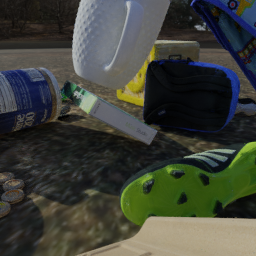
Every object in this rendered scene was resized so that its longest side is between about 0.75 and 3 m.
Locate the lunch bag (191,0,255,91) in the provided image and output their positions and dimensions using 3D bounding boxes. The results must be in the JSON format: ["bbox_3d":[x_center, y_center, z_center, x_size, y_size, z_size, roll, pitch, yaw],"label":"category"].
[{"bbox_3d":[2.524,-2.320,5.045,2.936,2.211,1.381,35,-13,-21],"label":"lunch bag"}]

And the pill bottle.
[{"bbox_3d":[-3.204,-0.619,6.965,1.538,1.538,2.771,18,26,41],"label":"pill bottle"}]

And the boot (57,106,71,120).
[{"bbox_3d":[-1.929,-0.427,8.499,0.493,0.255,0.754,21,35,36],"label":"boot"}]

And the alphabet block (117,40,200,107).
[{"bbox_3d":[1.043,-2.045,10.183,2.196,2.156,2.145,-14,22,-34],"label":"alphabet block"}]

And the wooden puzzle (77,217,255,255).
[{"bbox_3d":[-0.478,1.253,1.715,2.501,0.579,2.317,-15,-12,-21],"label":"wooden puzzle"}]

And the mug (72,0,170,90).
[{"bbox_3d":[-0.170,-1.414,4.327,1.324,1.572,1.793,16,15,-19],"label":"mug"}]

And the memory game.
[{"bbox_3d":[-2.454,1.061,4.309,1.680,0.107,1.680,0,19,0],"label":"memory game"}]

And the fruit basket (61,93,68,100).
[{"bbox_3d":[-2.692,-1.200,10.482,0.804,0.377,0.745,1,19,11],"label":"fruit basket"}]

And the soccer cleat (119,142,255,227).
[{"bbox_3d":[1.074,0.787,4.185,2.757,0.931,1.118,-11,0,-24],"label":"soccer cleat"}]

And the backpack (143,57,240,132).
[{"bbox_3d":[1.791,-0.940,7.486,2.263,1.839,1.899,11,19,31],"label":"backpack"}]

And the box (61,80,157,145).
[{"bbox_3d":[-0.570,-0.442,6.926,1.733,0.436,2.402,27,2,-31],"label":"box"}]

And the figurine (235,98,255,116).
[{"bbox_3d":[3.536,-0.766,9.037,1.303,0.575,1.336,9,21,12],"label":"figurine"}]
